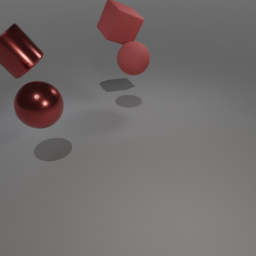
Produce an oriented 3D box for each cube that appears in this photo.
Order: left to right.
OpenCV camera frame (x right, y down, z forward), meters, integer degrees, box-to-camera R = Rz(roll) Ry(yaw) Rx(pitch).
[{"bbox_3d":[-0.373,-4.782,12.796,1.400,1.400,1.400,7,37,-34],"label":"cube"}]

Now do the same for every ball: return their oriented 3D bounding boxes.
[{"bbox_3d":[-2.608,-0.677,8.239,1.400,1.400,1.400,0,30,0],"label":"ball"},{"bbox_3d":[0.230,-2.938,11.855,1.400,1.400,1.400,0,30,0],"label":"ball"}]

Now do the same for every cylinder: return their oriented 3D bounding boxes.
[{"bbox_3d":[-4.024,-2.732,10.029,1.400,1.400,1.400,-30,31,20],"label":"cylinder"}]
